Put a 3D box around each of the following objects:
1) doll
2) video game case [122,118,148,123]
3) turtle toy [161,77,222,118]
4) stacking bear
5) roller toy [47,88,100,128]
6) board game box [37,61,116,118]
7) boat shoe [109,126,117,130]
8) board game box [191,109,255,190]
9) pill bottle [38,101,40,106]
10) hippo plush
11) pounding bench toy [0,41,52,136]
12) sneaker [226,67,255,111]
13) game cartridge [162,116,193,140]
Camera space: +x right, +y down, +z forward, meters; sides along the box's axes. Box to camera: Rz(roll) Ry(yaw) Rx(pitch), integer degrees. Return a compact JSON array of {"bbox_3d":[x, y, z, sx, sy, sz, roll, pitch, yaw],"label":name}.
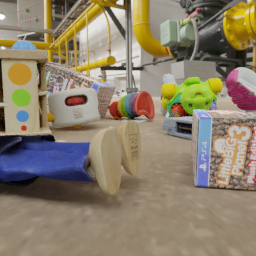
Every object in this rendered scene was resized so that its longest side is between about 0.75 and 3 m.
[{"bbox_3d":[-1.333,0.353,3.502,2.923,0.708,1.994,-3,7,22],"label":"doll"},{"bbox_3d":[0.264,-0.269,10.344,0.742,0.095,0.816,3,9,21],"label":"video game case"},{"bbox_3d":[1.925,-0.734,8.365,1.814,1.258,2.490,-6,-17,6],"label":"turtle toy"},{"bbox_3d":[0.000,-0.782,10.774,1.801,1.024,1.093,-9,-17,42],"label":"stacking bear"},{"bbox_3d":[-1.627,-0.547,8.474,1.476,1.131,1.618,-8,3,28],"label":"roller toy"},{"bbox_3d":[-2.309,-1.540,11.265,2.941,1.424,2.344,22,11,8],"label":"board game box"},{"bbox_3d":[-0.271,0.164,6.133,0.365,0.364,1.008,15,11,-3],"label":"boat shoe"},{"bbox_3d":[1.777,0.231,3.818,1.752,0.849,1.397,2,8,10],"label":"board game box"},{"bbox_3d":[-4.296,-0.960,11.440,1.154,1.154,2.053,2,7,13],"label":"pill bottle"},{"bbox_3d":[2.451,-1.428,12.255,1.895,1.878,2.357,-1,7,1],"label":"hippo plush"},{"bbox_3d":[-3.106,-0.984,7.364,1.829,2.296,2.944,-3,8,-20],"label":"pounding bench toy"},{"bbox_3d":[3.506,-0.753,6.153,2.968,1.309,1.208,21,4,-17],"label":"sneaker"},{"bbox_3d":[2.361,0.034,6.742,1.797,0.552,2.700,0,7,-33],"label":"game cartridge"}]
